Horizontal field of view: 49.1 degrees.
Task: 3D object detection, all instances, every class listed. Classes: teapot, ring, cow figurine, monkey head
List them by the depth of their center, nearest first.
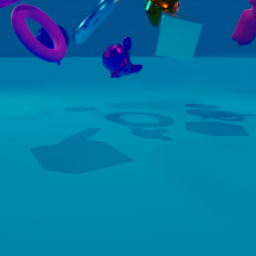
[{"bbox_3d":[-2.022,-2.186,6.495,0.296,1.478,1.478,-28,2,27],"label":"ring"},{"bbox_3d":[-0.136,-1.626,6.704,0.922,0.773,1.282,-12,-7,-33],"label":"monkey head"},{"bbox_3d":[-0.895,-3.230,8.144,0.388,1.942,1.942,42,5,-17],"label":"ring"},{"bbox_3d":[3.732,-3.192,8.355,0.851,1.551,1.526,26,20,5],"label":"cow figurine"},{"bbox_3d":[1.015,-3.767,8.779,0.897,1.139,1.832,38,25,-15],"label":"teapot"},{"bbox_3d":[-2.532,-2.975,9.497,1.091,1.754,0.859,-13,-4,-6],"label":"teapot"}]

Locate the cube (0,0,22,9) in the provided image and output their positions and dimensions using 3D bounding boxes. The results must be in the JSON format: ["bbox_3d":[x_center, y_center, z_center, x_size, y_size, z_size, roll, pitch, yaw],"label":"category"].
[{"bbox_3d":[-2.468,-3.296,5.396,1.187,1.187,1.187,44,59,10],"label":"cube"}]

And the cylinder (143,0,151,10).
[{"bbox_3d":[1.057,-4.509,9.930,0.809,0.809,0.809,17,28,-9],"label":"cylinder"}]

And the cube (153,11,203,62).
[{"bbox_3d":[1.219,-2.340,7.111,0.956,0.956,0.956,11,29,-3],"label":"cube"}]
